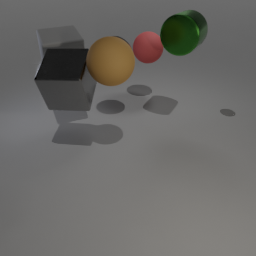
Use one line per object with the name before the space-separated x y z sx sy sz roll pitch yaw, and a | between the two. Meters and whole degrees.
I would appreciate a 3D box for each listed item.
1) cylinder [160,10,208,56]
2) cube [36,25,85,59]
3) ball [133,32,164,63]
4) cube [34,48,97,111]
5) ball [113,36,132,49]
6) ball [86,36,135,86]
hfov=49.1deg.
cylinder | 2.040 -3.454 10.125 1.400 1.400 1.400 14 32 22
cube | -2.389 -2.713 10.107 1.400 1.400 1.400 -14 42 -17
ball | 0.915 -3.662 12.776 1.400 1.400 1.400 0 31 0
cube | -1.871 -1.505 8.800 1.400 1.400 1.400 2 54 8
ball | -0.516 -2.810 10.780 1.400 1.400 1.400 0 31 0
ball | -0.498 -1.914 8.091 1.400 1.400 1.400 0 31 0
